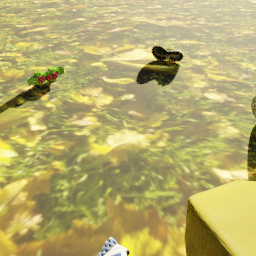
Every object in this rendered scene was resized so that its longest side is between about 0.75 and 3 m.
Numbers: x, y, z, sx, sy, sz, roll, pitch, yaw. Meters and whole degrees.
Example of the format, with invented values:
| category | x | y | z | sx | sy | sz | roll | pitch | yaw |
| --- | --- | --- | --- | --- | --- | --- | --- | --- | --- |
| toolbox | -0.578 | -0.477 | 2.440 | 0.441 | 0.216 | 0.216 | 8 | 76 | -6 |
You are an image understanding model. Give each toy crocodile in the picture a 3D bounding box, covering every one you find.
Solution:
| category | x | y | z | sx | sy | sz | roll | pitch | yaw |
| --- | --- | --- | --- | --- | --- | --- | --- | --- | --- |
| toy crocodile | -3.448 | -2.180 | 11.861 | 1.704 | 0.575 | 0.526 | -27 | 44 | -35 |

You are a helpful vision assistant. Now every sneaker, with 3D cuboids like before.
| category | x | y | z | sx | sy | sz | roll | pitch | yaw |
| --- | --- | --- | --- | --- | --- | --- | --- | --- | --- |
| sneaker | 2.051 | -3.763 | 14.281 | 1.790 | 0.700 | 0.808 | 22 | 29 | 23 |
| sneaker | -0.284 | 2.493 | 4.906 | 0.660 | 0.462 | 1.143 | 14 | 34 | 23 |

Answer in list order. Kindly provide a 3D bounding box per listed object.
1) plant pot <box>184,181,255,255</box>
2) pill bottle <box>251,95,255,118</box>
| category | x | y | z | sx | sy | sz | roll | pitch | yaw |
| --- | --- | --- | --- | --- | --- | --- | --- | --- | --- |
| plant pot | 1.927 | 1.975 | 4.503 | 1.951 | 1.938 | 1.996 | -13 | 30 | -19 |
| pill bottle | 5.199 | -0.844 | 9.353 | 1.855 | 1.110 | 1.110 | -15 | 36 | -22 |
